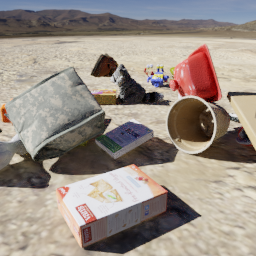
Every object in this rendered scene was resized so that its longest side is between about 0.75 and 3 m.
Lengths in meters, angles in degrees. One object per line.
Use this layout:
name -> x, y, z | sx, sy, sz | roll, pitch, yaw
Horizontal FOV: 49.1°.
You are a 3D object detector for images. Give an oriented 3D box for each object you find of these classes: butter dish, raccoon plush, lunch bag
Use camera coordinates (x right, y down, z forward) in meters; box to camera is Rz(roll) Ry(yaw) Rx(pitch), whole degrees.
butter dish -> 2.123, -1.633, 9.647 | 1.414, 1.913, 1.908 | -17, 1, -7
raccoon plush -> 0.439, -2.235, 13.761 | 2.650, 1.775, 1.282 | -5, 24, -12
lunch bag -> -2.236, -0.340, 8.622 | 2.522, 1.483, 2.069 | -29, 68, -18

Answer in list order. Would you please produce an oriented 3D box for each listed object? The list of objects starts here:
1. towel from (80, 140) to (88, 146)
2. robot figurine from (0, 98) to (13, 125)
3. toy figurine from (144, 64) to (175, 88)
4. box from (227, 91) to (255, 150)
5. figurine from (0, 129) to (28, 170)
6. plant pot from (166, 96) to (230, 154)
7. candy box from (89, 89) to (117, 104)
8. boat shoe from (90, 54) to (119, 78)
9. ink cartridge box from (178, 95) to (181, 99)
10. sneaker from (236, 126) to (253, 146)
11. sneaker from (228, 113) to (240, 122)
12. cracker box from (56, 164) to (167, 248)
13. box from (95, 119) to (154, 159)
towel -> -1.745, -0.007, 10.591 | 1.172, 0.246, 2.724 | -1, 24, 10
robot figurine -> -3.852, -0.647, 10.875 | 1.958, 1.142, 1.409 | -5, -18, -13
toy figurine -> 2.026, -2.837, 16.719 | 2.439, 1.286, 1.461 | 6, 53, 18
box -> 4.455, -0.096, 8.217 | 2.333, 0.304, 2.854 | 3, 43, -8
figurine -> -4.144, 0.479, 8.331 | 2.387, 1.027, 2.329 | 11, 17, 12
plant pot -> 2.480, -0.163, 9.291 | 1.658, 1.812, 1.812 | -7, 21, -45
candy box -> -1.500, -1.556, 13.789 | 1.842, 0.520, 1.075 | 2, 23, 0
boat shoe -> -0.762, -2.218, 10.126 | 0.710, 0.751, 2.088 | 32, 27, -6
ink cartridge box -> 3.350, -1.435, 13.760 | 0.855, 0.337, 1.720 | -13, 27, -30
sneaker -> 4.392, -0.194, 9.993 | 1.575, 0.998, 2.801 | 1, 25, -6
sneaker -> 4.297, -0.462, 11.560 | 0.340, 0.284, 0.768 | -20, 40, -39
cracker box -> -0.369, 1.609, 6.255 | 2.095, 0.604, 1.403 | -14, 27, -29
box -> -0.112, 0.317, 9.217 | 1.608, 0.292, 1.161 | -27, 35, -25
